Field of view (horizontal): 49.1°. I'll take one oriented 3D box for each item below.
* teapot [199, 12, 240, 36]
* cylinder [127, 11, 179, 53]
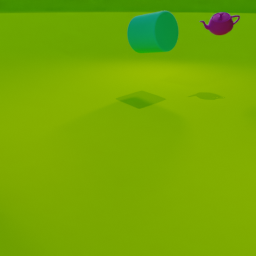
[{"bbox_3d":[3.353,-3.866,10.262,1.453,0.712,0.904,-9,50,8],"label":"teapot"},{"bbox_3d":[0.886,-3.382,10.007,1.333,1.333,1.333,-21,23,-39],"label":"cylinder"}]
